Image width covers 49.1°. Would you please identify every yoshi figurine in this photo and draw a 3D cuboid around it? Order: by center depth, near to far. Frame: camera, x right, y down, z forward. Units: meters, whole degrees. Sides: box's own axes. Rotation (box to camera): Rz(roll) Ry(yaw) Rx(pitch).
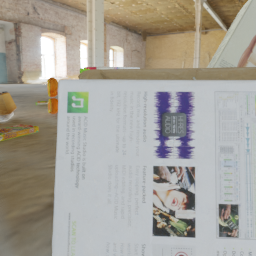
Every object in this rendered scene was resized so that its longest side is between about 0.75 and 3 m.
[{"bbox_3d":[-1.367,-1.231,10.238,2.989,1.680,1.674,-1,26,-21],"label":"yoshi figurine"}]

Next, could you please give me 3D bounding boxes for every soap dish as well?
[{"bbox_3d":[-4.705,-0.675,8.772,2.084,0.847,1.640,-3,11,-13],"label":"soap dish"}]

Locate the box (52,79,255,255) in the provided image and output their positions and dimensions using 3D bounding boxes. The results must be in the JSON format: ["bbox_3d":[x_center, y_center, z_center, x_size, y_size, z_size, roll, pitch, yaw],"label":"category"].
[{"bbox_3d":[0.525,0.416,1.632,1.897,1.369,0.345,1,-5,5],"label":"box"}]

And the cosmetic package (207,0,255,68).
[{"bbox_3d":[2.313,-1.585,5.706,0.811,1.859,0.961,30,-1,3],"label":"cosmetic package"}]

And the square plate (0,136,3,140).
[{"bbox_3d":[-4.049,0.415,4.230,2.891,0.415,2.919,6,12,26],"label":"square plate"}]

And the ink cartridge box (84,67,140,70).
[{"bbox_3d":[-0.673,-1.731,11.926,2.349,1.734,1.006,-1,10,-1],"label":"ink cartridge box"}]

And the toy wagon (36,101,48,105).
[{"bbox_3d":[-4.084,-1.192,13.333,0.597,0.152,0.769,-4,12,-20],"label":"toy wagon"}]

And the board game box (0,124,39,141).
[{"bbox_3d":[-2.767,0.108,6.527,0.611,0.192,1.279,6,15,27],"label":"board game box"}]

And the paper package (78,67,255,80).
[{"bbox_3d":[1.266,-0.016,3.625,2.746,1.490,2.881,7,12,31],"label":"paper package"}]
